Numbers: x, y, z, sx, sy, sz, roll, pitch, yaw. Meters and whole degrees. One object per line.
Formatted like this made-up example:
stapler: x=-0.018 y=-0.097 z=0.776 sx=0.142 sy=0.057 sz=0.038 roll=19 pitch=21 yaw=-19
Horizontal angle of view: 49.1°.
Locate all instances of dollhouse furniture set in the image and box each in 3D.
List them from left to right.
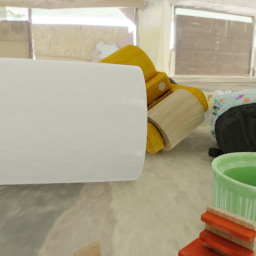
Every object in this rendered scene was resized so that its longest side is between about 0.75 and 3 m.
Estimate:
dollhouse furniture set: x=0.270 y=1.209 z=1.837 sx=1.591 sy=0.829 sz=1.608 roll=-12 pitch=18 yaw=-43

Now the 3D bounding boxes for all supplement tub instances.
supplement tub: x=2.347 y=-0.520 z=8.138 sx=1.382 sy=1.002 sz=1.002 roll=-12 pitch=7 yaw=24

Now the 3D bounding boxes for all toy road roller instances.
toy road roller: x=0.337 y=-0.866 z=6.986 sx=1.767 sy=2.099 sz=2.875 roll=-37 pitch=31 yaw=-17

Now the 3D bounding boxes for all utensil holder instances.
utensil holder: x=-1.084 y=-0.097 z=4.757 sx=2.511 sy=2.134 sz=2.134 roll=0 pitch=13 yaw=-8

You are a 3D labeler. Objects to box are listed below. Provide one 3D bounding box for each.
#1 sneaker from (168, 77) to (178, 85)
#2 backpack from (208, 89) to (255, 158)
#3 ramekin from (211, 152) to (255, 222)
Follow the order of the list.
sneaker: x=1.069 y=-1.571 z=10.458 sx=2.682 sy=1.019 sz=1.217 roll=29 pitch=42 yaw=-17
backpack: x=2.741 y=-0.143 z=6.367 sx=1.902 sy=1.442 sz=2.279 roll=0 pitch=10 yaw=10
ramekin: x=1.807 y=0.856 z=3.666 sx=1.414 sy=0.691 sz=1.414 roll=0 pitch=13 yaw=0
